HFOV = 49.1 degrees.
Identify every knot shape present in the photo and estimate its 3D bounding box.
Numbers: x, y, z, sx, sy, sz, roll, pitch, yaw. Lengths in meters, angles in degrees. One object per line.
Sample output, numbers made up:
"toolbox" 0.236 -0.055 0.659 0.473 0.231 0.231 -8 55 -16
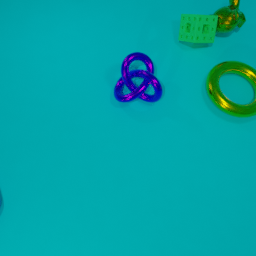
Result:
"knot shape" 0.199 -1.398 8.798 1.556 0.768 1.662 -28 89 21

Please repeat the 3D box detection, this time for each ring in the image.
"ring" 3.486 -1.269 8.926 2.065 0.413 2.065 3 65 -7

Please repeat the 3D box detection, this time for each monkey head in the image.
"monkey head" 3.272 -3.787 9.299 1.015 1.685 1.212 -9 106 -24

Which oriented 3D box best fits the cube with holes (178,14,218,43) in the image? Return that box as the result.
"cube with holes" 2.296 -3.289 9.246 0.841 0.841 0.841 -8 25 -26
